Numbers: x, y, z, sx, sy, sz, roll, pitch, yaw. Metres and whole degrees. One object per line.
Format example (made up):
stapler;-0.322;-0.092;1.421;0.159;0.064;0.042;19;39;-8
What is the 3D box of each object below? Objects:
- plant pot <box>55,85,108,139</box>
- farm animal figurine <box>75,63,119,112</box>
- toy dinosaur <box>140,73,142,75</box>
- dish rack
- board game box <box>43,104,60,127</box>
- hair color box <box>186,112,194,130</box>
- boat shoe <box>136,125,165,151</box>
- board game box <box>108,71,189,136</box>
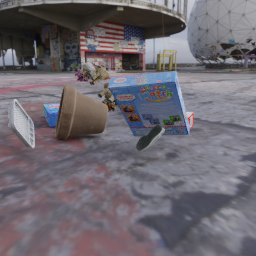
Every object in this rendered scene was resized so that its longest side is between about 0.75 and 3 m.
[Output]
plant pot;-1.262;-0.359;7.781;1.284;1.472;1.472;10;11;-16
farm animal figurine;-0.830;-1.516;9.557;0.923;1.836;1.482;-42;13;-18
toy dinosaur;0.424;-1.192;11.602;1.441;2.745;2.491;-25;45;25
dish rack;-2.492;-0.068;6.507;0.223;1.026;0.881;-15;54;0
board game box;-2.147;-0.537;10.145;1.617;0.478;2.126;-6;14;-21
hair color box;1.203;-0.236;8.791;1.563;0.479;0.793;5;17;23
boat shoe;0.520;0.253;6.417;0.290;0.786;0.252;50;10;35
board game box;0.550;-0.451;6.339;1.415;1.871;0.342;-2;56;20
